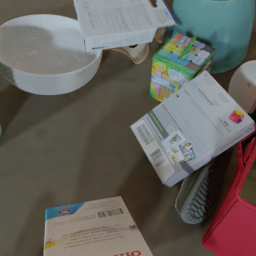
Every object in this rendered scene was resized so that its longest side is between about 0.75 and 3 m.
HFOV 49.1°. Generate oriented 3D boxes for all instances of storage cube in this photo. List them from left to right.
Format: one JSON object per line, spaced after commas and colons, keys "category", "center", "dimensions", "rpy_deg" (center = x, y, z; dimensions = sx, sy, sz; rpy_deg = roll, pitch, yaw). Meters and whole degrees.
{"category": "storage cube", "center": [3.001, 1.337, 4.830], "dimensions": [2.742, 2.465, 2.344], "rpy_deg": [26, 58, 19]}

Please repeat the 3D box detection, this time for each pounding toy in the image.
{"category": "pounding toy", "center": [0.103, -2.649, 9.027], "dimensions": [2.171, 1.245, 1.241], "rpy_deg": [5, 81, 15]}

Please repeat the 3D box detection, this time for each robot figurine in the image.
{"category": "robot figurine", "center": [3.808, -0.873, 7.129], "dimensions": [2.384, 1.488, 1.791], "rpy_deg": [13, 48, 10]}

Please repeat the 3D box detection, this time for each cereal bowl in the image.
{"category": "cereal bowl", "center": [-2.214, -1.941, 7.933], "dimensions": [2.930, 1.220, 2.930], "rpy_deg": [5, 48, -6]}

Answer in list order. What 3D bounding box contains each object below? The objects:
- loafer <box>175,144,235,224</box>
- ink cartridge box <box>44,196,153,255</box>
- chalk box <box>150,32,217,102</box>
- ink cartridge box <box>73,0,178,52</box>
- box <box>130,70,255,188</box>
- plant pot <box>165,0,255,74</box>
{"category": "loafer", "center": [1.630, 0.997, 6.223], "dimensions": [0.826, 0.891, 2.370], "rpy_deg": [-3, 44, 49]}
{"category": "ink cartridge box", "center": [-0.503, 2.145, 4.266], "dimensions": [1.380, 1.373, 1.880], "rpy_deg": [-6, 12, -13]}
{"category": "chalk box", "center": [1.404, -1.573, 7.325], "dimensions": [1.206, 1.949, 1.212], "rpy_deg": [32, 59, 21]}
{"category": "ink cartridge box", "center": [-0.202, -3.389, 8.234], "dimensions": [2.606, 0.529, 2.601], "rpy_deg": [-11, 55, -7]}
{"category": "box", "center": [1.279, -0.011, 5.983], "dimensions": [2.110, 0.434, 1.645], "rpy_deg": [-38, 55, 11]}
{"category": "plant pot", "center": [2.460, -3.328, 8.368], "dimensions": [2.666, 2.139, 2.666], "rpy_deg": [-3, 58, 4]}
